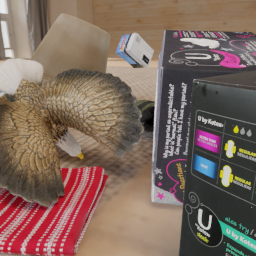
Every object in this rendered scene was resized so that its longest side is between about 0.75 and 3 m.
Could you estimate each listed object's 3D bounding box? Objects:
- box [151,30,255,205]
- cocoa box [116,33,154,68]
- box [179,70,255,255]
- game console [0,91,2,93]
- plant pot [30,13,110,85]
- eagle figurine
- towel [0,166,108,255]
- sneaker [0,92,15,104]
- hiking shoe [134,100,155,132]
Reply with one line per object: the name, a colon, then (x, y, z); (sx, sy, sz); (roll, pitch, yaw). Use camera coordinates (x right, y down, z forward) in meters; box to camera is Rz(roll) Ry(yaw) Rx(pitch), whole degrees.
box: (1.281, -0.385, 4.519); (1.705, 1.963, 2.971); (5, 27, 7)
cocoa box: (0.200, -2.144, 7.860); (0.567, 0.576, 0.864); (7, -17, 45)
box: (1.301, 0.566, 2.162); (1.423, 1.916, 1.191); (-13, 22, -37)
game console: (-4.930, -1.590, 11.224); (1.285, 0.850, 1.461); (-1, 17, -3)
plant pot: (-1.726, -2.100, 8.836); (2.762, 2.396, 2.762); (22, 9, -4)
eagle figurine: (-1.286, -0.097, 4.747); (2.047, 2.058, 2.713); (17, -3, -30)
towel: (-1.701, 0.934, 3.837); (2.573, 0.289, 1.861); (2, 18, 7)
sneaker: (-3.850, -0.490, 7.315); (1.584, 1.003, 2.817); (10, 21, 20)
hiking shoe: (1.379, -0.330, 7.006); (2.712, 1.027, 1.365); (-15, 23, -13)
